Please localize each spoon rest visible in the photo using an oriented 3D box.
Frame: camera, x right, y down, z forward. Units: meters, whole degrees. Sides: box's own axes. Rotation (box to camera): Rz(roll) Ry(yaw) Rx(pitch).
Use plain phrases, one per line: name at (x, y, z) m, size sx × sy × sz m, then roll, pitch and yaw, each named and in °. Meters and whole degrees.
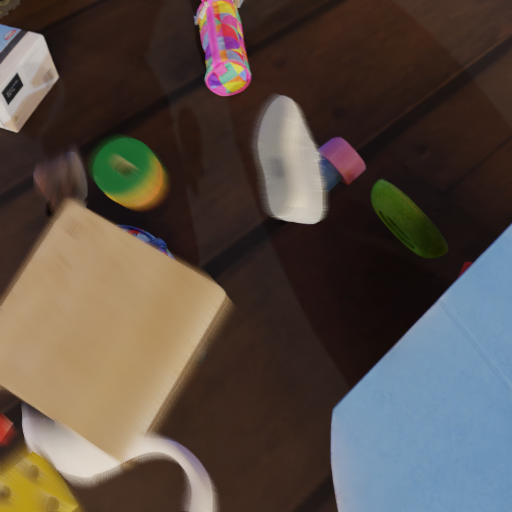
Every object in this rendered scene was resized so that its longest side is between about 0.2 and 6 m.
spoon rest at (-1.631, 2.376, 6.665) m, size 2.568 × 1.276 × 0.778 m, roll 17°, pitch 75°, yaw 20°

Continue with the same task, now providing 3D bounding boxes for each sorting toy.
sorting toy at (2.041, 0.050, 8.395) m, size 1.470 × 1.480 × 4.269 m, roll -43°, pitch 69°, yaw 4°
sorting toy at (-1.717, 0.907, 6.111) m, size 2.010 × 0.705 × 4.169 m, roll 29°, pitch 82°, yaw 10°

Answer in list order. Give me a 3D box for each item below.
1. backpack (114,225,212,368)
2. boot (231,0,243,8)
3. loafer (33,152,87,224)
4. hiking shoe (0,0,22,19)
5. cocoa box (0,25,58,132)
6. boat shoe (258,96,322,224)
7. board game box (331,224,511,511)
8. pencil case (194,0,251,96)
backpack at (-1.944, 0.539, 7.729) m, size 2.168 × 1.598 × 2.375 m, roll -19°, pitch 61°, yaw -10°
boot at (-0.416, -6.117, 12.107) m, size 0.921 × 0.709 × 1.927 m, roll 19°, pitch 70°, yaw 3°
loafer at (-2.804, -0.802, 8.022) m, size 0.631 × 2.004 × 0.720 m, roll -20°, pitch 74°, yaw -23°
hiking shoe at (-5.270, -6.113, 11.373) m, size 3.577 × 1.800 × 1.354 m, roll -36°, pitch 66°, yaw -19°
cocoa box at (-4.551, -3.240, 10.173) m, size 1.023 × 1.040 × 1.560 m, roll 17°, pitch 62°, yaw 9°
boat shoe at (0.494, -1.232, 7.363) m, size 0.672 × 0.658 × 1.887 m, roll 18°, pitch 55°, yaw -37°
board game box at (3.189, 2.125, 6.738) m, size 5.288 × 1.030 × 4.178 m, roll -41°, pitch 95°, yaw -17°
pencil case at (-0.667, -4.075, 10.747) m, size 0.932 × 0.932 × 2.109 m, roll -9°, pitch 60°, yaw -5°
